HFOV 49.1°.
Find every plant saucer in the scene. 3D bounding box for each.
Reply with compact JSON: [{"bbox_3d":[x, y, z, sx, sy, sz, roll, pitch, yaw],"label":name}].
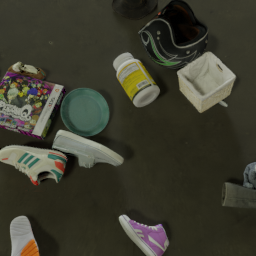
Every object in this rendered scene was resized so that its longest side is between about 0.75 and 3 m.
[{"bbox_3d":[-1.591,-0.570,10.342,1.799,0.323,1.799,3,81,-21],"label":"plant saucer"}]

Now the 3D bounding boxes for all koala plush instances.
[{"bbox_3d":[4.448,1.512,9.171,1.077,1.214,1.116,5,64,2],"label":"koala plush"}]

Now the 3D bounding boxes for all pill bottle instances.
[{"bbox_3d":[0.264,-1.870,10.702,1.109,1.109,1.973,-27,70,-12],"label":"pill bottle"}]

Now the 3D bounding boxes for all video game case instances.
[{"bbox_3d":[-3.954,-0.901,10.717,2.465,0.441,2.235,16,66,7],"label":"video game case"}]

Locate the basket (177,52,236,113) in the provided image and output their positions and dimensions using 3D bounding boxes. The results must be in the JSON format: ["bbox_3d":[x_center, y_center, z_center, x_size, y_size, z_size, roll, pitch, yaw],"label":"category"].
[{"bbox_3d":[2.889,-1.684,10.465,1.543,1.241,1.529,-33,64,-3],"label":"basket"}]

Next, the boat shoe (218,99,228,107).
[{"bbox_3d":[3.585,-1.137,10.883,0.789,0.284,0.280,42,91,19],"label":"boat shoe"}]

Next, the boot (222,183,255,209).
[{"bbox_3d":[3.814,2.507,8.974,1.540,0.559,1.400,6,71,-6],"label":"boot"}]

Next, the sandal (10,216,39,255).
[{"bbox_3d":[-3.122,3.687,8.580,0.797,0.596,2.082,-16,45,-13],"label":"sandal"}]

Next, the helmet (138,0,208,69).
[{"bbox_3d":[1.799,-3.421,10.813,2.301,2.414,2.414,47,70,-15],"label":"helmet"}]

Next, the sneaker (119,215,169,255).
[{"bbox_3d":[0.539,3.205,8.798,0.964,0.612,1.690,-41,79,-23],"label":"sneaker"}]

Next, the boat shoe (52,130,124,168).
[{"bbox_3d":[-1.433,0.914,9.717,2.613,0.912,0.931,20,77,13],"label":"boat shoe"}]

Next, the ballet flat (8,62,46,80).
[{"bbox_3d":[-4.146,-2.355,11.306,1.630,0.589,0.553,16,66,7],"label":"ballet flat"}]

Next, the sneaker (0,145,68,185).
[{"bbox_3d":[-3.318,1.292,9.469,2.427,0.855,1.135,6,60,0],"label":"sneaker"}]

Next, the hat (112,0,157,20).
[{"bbox_3d":[0.317,-6.060,12.859,2.207,0.890,2.207,0,66,-1],"label":"hat"}]
